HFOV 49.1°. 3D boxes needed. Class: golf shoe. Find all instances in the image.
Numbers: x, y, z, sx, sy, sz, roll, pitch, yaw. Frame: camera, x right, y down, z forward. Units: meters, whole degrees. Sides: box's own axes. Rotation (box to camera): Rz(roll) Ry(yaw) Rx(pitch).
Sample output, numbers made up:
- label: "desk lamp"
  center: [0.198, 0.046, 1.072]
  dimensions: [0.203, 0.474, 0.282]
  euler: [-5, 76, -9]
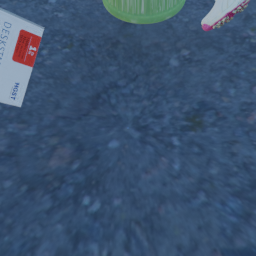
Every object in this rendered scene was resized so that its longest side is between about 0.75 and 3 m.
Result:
- label: "golf shoe"
  center: [1.430, -1.864, 3.676]
  dimensions: [0.592, 1.294, 0.487]
  euler: [51, 28, 3]

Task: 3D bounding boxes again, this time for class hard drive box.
- label: "hard drive box"
  center: [-2.451, -1.262, 4.342]
  dimensions: [1.820, 1.419, 0.699]
  euler: [14, 6, -39]

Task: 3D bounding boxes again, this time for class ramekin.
- label: "ramekin"
  center: [0.448, -4.192, 7.748]
  dimensions: [2.462, 1.203, 2.462]
  euler: [-1, 61, 2]
